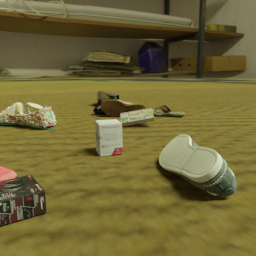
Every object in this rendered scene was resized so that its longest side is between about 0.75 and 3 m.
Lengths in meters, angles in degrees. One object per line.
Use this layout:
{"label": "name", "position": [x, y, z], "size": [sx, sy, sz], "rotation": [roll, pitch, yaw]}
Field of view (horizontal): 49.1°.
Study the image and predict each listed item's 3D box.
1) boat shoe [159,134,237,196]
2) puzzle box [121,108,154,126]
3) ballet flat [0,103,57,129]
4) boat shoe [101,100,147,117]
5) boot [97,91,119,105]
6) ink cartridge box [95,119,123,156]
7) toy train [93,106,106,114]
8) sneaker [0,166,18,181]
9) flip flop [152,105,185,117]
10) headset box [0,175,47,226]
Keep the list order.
{"label": "boat shoe", "position": [1.441, 0.810, 6.204], "size": [0.818, 0.964, 2.648], "rotation": [42, -3, -12]}
{"label": "puzzle box", "position": [0.363, -0.450, 11.302], "size": [1.336, 0.170, 0.889], "rotation": [-10, 28, 2]}
{"label": "ballet flat", "position": [-4.115, -0.556, 11.221], "size": [2.942, 0.940, 1.113], "rotation": [4, 13, 20]}
{"label": "boat shoe", "position": [-0.218, -0.904, 13.297], "size": [2.171, 0.796, 0.680], "rotation": [9, 8, -6]}
{"label": "boot", "position": [-1.211, -1.876, 17.118], "size": [1.127, 0.869, 2.325], "rotation": [-1, 11, 6]}
{"label": "ink cartridge box", "position": [-0.541, 0.248, 7.792], "size": [0.652, 0.897, 0.649], "rotation": [-4, 14, -16]}
{"label": "toy train", "position": [-0.435, -0.888, 13.787], "size": [2.526, 0.431, 0.578], "rotation": [-2, 17, -8]}
{"label": "sneaker", "position": [-3.246, 0.718, 5.512], "size": [2.335, 1.013, 0.861], "rotation": [5, 14, 19]}
{"label": "flip flop", "position": [1.804, -0.824, 13.289], "size": [1.764, 0.508, 0.715], "rotation": [5, 16, 16]}
{"label": "headset box", "position": [-2.051, 1.214, 4.648], "size": [1.143, 0.429, 0.850], "rotation": [-8, 15, -32]}
